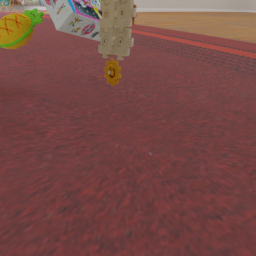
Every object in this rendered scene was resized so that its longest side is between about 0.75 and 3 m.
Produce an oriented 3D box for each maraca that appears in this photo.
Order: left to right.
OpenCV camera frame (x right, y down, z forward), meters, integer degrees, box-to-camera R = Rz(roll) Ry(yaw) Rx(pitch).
[{"bbox_3d":[-3.302,-3.047,8.483,1.687,0.902,1.156,-44,61,-12],"label":"maraca"}]

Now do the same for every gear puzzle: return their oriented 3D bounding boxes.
[{"bbox_3d":[-0.191,-2.152,6.225,0.324,2.472,1.280,-8,20,-39],"label":"gear puzzle"}]

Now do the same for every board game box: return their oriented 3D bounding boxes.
[{"bbox_3d":[-1.390,-3.450,7.955,0.716,1.644,2.228,-33,-9,30],"label":"board game box"}]
